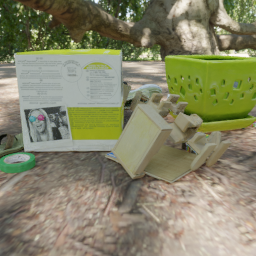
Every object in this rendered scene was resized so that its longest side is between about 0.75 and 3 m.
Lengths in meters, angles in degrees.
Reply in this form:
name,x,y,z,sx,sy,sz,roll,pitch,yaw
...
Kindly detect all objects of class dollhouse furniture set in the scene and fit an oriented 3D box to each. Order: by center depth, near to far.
name,x,y,z,sx,sy,sz,roll,pitch,yaw
dollhouse furniture set,0.972,0.294,7.262,2.323,1.512,2.134,-2,42,-45
dollhouse furniture set,-0.149,-0.991,12.062,2.127,1.490,1.499,23,1,-27

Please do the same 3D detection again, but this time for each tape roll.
name,x,y,z,sx,sy,sz,roll,pitch,yaw
tape roll,-2.913,0.906,7.393,0.888,0.213,0.888,-1,17,0

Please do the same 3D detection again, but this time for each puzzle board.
name,x,y,z,sx,sy,sz,roll,pitch,yaw
puzzle board,0.740,0.846,7.656,2.256,0.196,1.700,15,23,41

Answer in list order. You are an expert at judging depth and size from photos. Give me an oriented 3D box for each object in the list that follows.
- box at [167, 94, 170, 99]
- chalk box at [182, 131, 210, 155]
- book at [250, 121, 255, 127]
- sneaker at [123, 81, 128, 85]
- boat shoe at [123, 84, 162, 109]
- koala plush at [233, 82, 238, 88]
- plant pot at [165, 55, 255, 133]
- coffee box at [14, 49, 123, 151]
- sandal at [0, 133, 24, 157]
name,x,y,z,sx,sy,sz,roll,pitch,yaw
box,2.394,-1.403,14.596,0.691,0.413,1.680,3,17,9
chalk box,2.091,0.462,8.296,0.541,0.545,0.873,-10,21,-29
book,4.890,-0.238,11.189,0.577,0.207,0.863,-14,21,-32
sneaker,-1.245,-2.364,17.209,2.569,0.990,1.094,-6,6,-41
boat shoe,0.603,-1.471,14.234,2.904,1.045,0.901,-17,40,-25
koala plush,5.571,-2.125,15.345,2.198,2.020,1.949,27,31,13
plant pot,3.246,-1.397,10.780,2.893,2.639,2.908,-6,18,-20
coffee box,-1.622,-1.078,9.236,2.934,2.901,2.929,0,17,-1
sandal,-3.657,0.466,8.292,0.729,0.524,1.837,8,19,24
